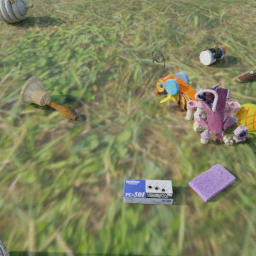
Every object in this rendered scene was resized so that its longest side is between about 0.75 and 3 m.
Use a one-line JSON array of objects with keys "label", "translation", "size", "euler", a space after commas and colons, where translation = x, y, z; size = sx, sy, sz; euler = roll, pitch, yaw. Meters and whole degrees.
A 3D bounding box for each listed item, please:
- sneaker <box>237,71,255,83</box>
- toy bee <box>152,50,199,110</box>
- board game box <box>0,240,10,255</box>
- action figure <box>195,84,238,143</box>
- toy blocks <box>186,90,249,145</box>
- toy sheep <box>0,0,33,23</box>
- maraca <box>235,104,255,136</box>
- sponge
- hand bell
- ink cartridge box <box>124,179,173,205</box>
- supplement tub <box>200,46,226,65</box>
[{"label": "sneaker", "translation": [4.891, -2.140, 11.331], "size": [1.034, 0.391, 0.364], "euler": [-14, 45, -15]}, {"label": "toy bee", "translation": [1.653, -1.517, 10.275], "size": [1.575, 1.308, 2.405], "euler": [-13, 69, -25]}, {"label": "board game box", "translation": [-3.206, 2.616, 4.859], "size": [1.906, 2.391, 1.158], "euler": [-26, 49, -24]}, {"label": "action figure", "translation": [2.383, -0.348, 7.450], "size": [1.057, 1.578, 1.175], "euler": [-9, 9, 16]}, {"label": "toy blocks", "translation": [2.861, -0.494, 8.857], "size": [1.561, 1.406, 1.670], "euler": [-8, 44, -9]}, {"label": "toy sheep", "translation": [-6.300, -6.505, 15.015], "size": [2.492, 1.718, 1.718], "euler": [3, 43, 12]}, {"label": "maraca", "translation": [4.050, -0.220, 9.023], "size": [0.708, 0.907, 1.323], "euler": [-3, 41, -47]}, {"label": "sponge", "translation": [2.311, 1.474, 7.681], "size": [1.169, 0.174, 0.652], "euler": [-26, 50, -25]}, {"label": "hand bell", "translation": [-2.620, -0.839, 9.808], "size": [2.038, 1.061, 1.061], "euler": [31, 50, 12]}, {"label": "ink cartridge box", "translation": [0.525, 1.680, 7.383], "size": [1.260, 0.279, 0.592], "euler": [1, 43, 1]}, {"label": "supplement tub", "translation": [3.734, -3.203, 12.260], "size": [1.070, 0.655, 0.655], "euler": [-27, 50, -25]}]
